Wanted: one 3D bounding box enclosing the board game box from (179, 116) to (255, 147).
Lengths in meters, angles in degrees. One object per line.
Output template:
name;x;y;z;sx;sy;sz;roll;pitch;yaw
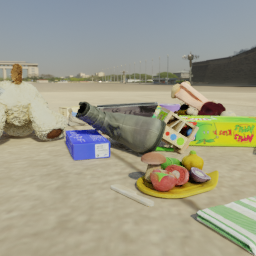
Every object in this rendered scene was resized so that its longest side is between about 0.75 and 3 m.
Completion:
board game box;2.964;0.063;8.201;2.886;0.687;1.466;1;9;4

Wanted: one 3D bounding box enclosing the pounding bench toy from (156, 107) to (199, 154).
pounding bench toy;1.031;0.266;7.058;0.955;1.224;0.760;31;5;-13

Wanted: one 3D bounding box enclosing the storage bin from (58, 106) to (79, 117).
storage bin;-2.957;-0.867;14.537;1.007;0.472;1.000;-8;12;-39

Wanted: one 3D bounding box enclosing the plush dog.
plush dog;-3.453;-0.490;8.599;2.753;2.209;2.365;-5;-13;-26

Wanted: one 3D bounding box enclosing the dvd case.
dvd case;-0.071;-0.600;11.287;2.324;0.186;1.728;-3;-17;-6

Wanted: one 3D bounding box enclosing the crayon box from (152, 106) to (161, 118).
crayon box;0.282;-0.812;13.729;2.090;0.609;1.803;-4;11;-27

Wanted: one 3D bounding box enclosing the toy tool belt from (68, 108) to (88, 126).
toy tool belt;-1.825;-0.476;11.311;1.195;0.734;0.746;-3;10;-18

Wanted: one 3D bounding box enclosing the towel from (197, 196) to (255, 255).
towel;1.596;1.135;3.455;1.216;0.142;0.928;-4;10;-29

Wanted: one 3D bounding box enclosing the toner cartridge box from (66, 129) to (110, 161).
toner cartridge box;-1.083;0.380;7.181;0.869;0.395;1.830;-2;10;-17

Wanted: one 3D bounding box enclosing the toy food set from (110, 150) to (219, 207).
toy food set;0.711;0.699;4.660;1.793;0.586;1.055;-6;11;-33

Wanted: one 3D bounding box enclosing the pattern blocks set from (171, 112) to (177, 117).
pattern blocks set;2.769;-0.553;13.473;1.953;0.180;2.222;1;9;7

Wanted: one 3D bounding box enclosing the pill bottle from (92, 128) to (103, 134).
pill bottle;-0.688;-0.082;9.444;1.026;0.576;0.576;-1;9;-1

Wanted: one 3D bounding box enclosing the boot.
boot;-0.370;-0.092;6.822;1.693;0.877;2.591;25;-9;-24

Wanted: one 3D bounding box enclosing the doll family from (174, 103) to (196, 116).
doll family;2.729;-0.530;11.386;2.454;0.963;1.419;2;4;-23

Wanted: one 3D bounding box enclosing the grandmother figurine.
grandmother figurine;2.837;-0.757;10.143;1.744;0.871;2.875;-27;47;-29

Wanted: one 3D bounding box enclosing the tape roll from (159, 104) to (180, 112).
tape roll;2.338;-1.085;15.765;1.158;0.492;1.158;-1;10;0
